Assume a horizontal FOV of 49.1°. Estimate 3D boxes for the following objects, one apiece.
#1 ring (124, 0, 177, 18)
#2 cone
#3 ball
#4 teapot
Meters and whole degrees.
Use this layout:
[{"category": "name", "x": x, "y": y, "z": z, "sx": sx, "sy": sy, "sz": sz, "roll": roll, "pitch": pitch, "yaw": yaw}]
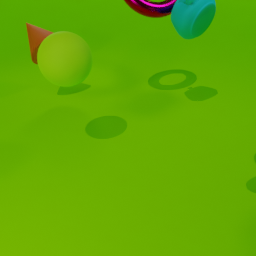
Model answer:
[{"category": "ring", "x": 0.654, "y": -3.953, "z": 7.564, "sx": 2.010, "sy": 2.010, "sz": 0.402, "roll": -11, "pitch": -3, "yaw": -16}, {"category": "cone", "x": -2.746, "y": -2.774, "z": 8.489, "sx": 1.181, "sy": 1.181, "sz": 1.186, "roll": -33, "pitch": 79, "yaw": -40}, {"category": "ball", "x": -1.290, "y": -1.410, "z": 5.787, "sx": 1.114, "sy": 1.114, "sz": 1.114, "roll": 0, "pitch": 33, "yaw": 0}, {"category": "teapot", "x": 1.574, "y": -2.956, "z": 7.092, "sx": 1.198, "sy": 1.927, "sz": 0.943, "roll": -47, "pitch": 65, "yaw": 1}]
